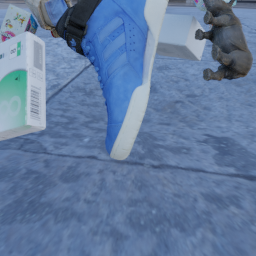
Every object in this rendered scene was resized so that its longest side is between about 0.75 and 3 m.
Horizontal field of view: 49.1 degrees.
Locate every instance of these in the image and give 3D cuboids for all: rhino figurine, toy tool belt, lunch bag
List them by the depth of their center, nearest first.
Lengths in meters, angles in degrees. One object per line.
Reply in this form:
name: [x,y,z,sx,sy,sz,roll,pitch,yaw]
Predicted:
rhino figurine: [1.418,-1.454,4.213,0.734,0.502,1.679,4,68,-19]
lunch bag: [1.899,-3.003,6.222,1.117,0.896,0.431,-13,-12,-33]
toy tool belt: [-1.964,-3.219,7.877,1.117,1.818,1.135,4,68,18]

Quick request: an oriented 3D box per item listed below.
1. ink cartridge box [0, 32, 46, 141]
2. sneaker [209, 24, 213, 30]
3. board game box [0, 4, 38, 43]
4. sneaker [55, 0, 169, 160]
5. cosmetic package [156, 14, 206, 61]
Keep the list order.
ink cartridge box: [-1.899,-0.473,3.987,1.638,1.318,0.410,-12,-16,23]
sneaker: [3.412,-3.073,9.402,0.804,0.815,2.082,-6,66,-9]
board game box: [-3.084,-2.181,7.574,0.586,1.825,1.346,20,3,-12]
sneaker: [-0.399,-1.034,4.499,1.614,2.901,1.113,12,-3,-1]
cosmetic package: [1.293,-2.477,7.665,1.323,0.814,1.319,19,5,30]
